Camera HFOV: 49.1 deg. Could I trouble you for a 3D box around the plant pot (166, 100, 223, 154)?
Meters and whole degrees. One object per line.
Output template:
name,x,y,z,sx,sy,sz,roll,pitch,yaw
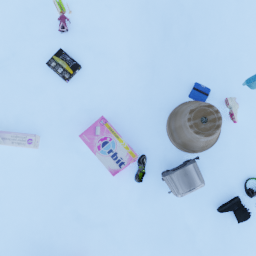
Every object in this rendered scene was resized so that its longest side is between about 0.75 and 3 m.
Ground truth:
plant pot,2.733,-0.160,11.007,2.253,1.955,2.253,0,81,1

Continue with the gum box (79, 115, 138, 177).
gum box,-0.754,0.793,11.457,1.304,0.760,2.298,-41,84,-5

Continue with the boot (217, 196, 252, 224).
boot,4.291,3.401,11.284,1.157,0.428,0.948,-29,86,-5

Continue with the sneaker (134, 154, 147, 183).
sneaker,0.590,1.668,11.426,0.423,0.494,1.192,15,85,-30

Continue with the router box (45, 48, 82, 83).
router box,-2.787,-2.718,12.178,1.231,0.322,0.968,42,84,5

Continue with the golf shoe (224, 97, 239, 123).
golf shoe,4.514,-0.786,11.864,0.534,0.439,1.167,-15,83,-5

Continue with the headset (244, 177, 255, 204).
headset,5.175,2.603,11.299,0.760,0.578,1.230,-5,71,0

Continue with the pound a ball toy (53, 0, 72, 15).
pound a ball toy,-2.962,-5.429,12.598,0.556,0.362,0.853,-22,82,-29

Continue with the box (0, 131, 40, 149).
box,-5.212,0.421,11.599,2.987,0.619,0.578,6,82,2

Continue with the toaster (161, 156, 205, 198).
toaster,2.279,1.984,11.188,1.765,1.003,1.140,-25,87,-3

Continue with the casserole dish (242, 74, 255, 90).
casserole dish,4.956,-1.862,9.926,1.747,1.058,0.339,-29,99,25

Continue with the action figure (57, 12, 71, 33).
action figure,-2.899,-4.677,12.309,0.629,0.699,0.939,0,96,6

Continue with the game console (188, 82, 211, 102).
game console,3.102,-1.517,12.138,0.765,0.452,0.653,27,52,3
